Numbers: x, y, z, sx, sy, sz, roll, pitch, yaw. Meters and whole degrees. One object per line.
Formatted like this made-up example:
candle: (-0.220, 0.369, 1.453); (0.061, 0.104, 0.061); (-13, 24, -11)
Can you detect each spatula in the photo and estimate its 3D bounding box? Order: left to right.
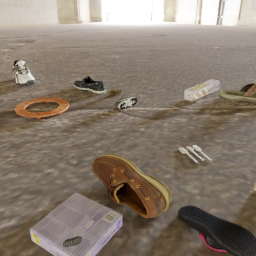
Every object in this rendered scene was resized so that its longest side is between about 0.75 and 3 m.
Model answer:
spatula: (2.017, 0.782, 8.456); (0.663, 0.077, 0.954); (-4, 26, -19)

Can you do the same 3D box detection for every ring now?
ring: (-3.549, -0.830, 11.663); (2.162, 0.207, 2.162); (0, 25, 0)

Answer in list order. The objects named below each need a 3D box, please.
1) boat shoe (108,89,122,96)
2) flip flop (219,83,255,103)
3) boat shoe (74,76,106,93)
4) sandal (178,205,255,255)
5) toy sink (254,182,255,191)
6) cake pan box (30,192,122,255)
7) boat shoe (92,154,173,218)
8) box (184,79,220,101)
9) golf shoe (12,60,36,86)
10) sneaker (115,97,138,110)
boat shoe: (-0.669, -1.704, 13.372); (0.299, 0.319, 0.886); (13, 22, 37)
flip flop: (5.477, -1.677, 12.786); (2.548, 0.733, 1.033); (3, 26, 7)
boat shoe: (-1.964, -2.265, 14.087); (2.018, 0.669, 0.754); (22, 33, 38)
sandal: (1.725, 2.073, 5.484); (0.713, 0.428, 1.900); (-8, 12, -28)
toy sink: (3.440, 1.177, 6.722); (0.551, 0.845, 0.473); (23, 33, 38)
cake pan box: (-0.991, 1.971, 5.637); (1.304, 0.370, 1.416); (17, 31, 27)
boat shoe: (-0.103, 1.292, 6.497); (2.319, 0.835, 0.783); (25, 33, 37)
box: (3.572, -1.841, 13.428); (2.429, 0.470, 0.503); (-23, 34, -39)
golf shoe: (-5.734, -2.991, 15.106); (0.931, 1.131, 2.394); (-18, 33, -35)
sneaker: (-0.097, -1.126, 12.032); (0.546, 0.401, 1.207); (25, 37, 36)
